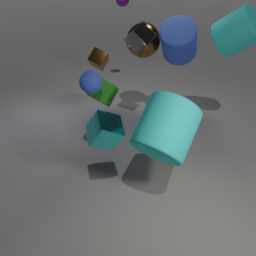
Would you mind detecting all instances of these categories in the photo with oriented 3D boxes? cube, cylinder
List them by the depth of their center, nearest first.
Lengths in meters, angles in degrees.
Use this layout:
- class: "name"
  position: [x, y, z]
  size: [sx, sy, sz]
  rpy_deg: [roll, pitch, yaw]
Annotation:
- class: "cylinder"
  position: [0.939, 0.027, 6.951]
  size: [1.400, 1.400, 1.400]
  rpy_deg: [18, 76, 29]
- class: "cube"
  position: [-0.584, 0.060, 7.147]
  size: [0.700, 0.700, 0.700]
  rpy_deg: [14, 45, -33]
- class: "cube"
  position: [-0.811, -1.191, 9.139]
  size: [0.700, 0.700, 0.700]
  rpy_deg: [30, 3, 10]
- class: "cube"
  position: [0.426, -3.284, 10.192]
  size: [0.700, 0.700, 0.700]
  rpy_deg: [-53, 16, -29]
- class: "cylinder"
  position: [4.031, -3.553, 10.302]
  size: [1.400, 1.400, 1.400]
  rpy_deg: [-22, 8, 45]
- class: "cylinder"
  position: [2.017, -3.430, 11.088]
  size: [1.400, 1.400, 1.400]
  rpy_deg: [-4, 70, 12]
- class: "cube"
  position: [-1.381, -3.235, 13.166]
  size: [0.700, 0.700, 0.700]
  rpy_deg: [28, -6, 8]

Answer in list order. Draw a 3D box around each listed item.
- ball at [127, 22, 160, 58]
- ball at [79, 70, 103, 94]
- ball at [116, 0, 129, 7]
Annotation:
- class: "ball"
  position: [0.629, -3.599, 11.519]
  size: [1.400, 1.400, 1.400]
  rpy_deg: [0, 30, 0]
- class: "ball"
  position: [-1.109, -1.375, 8.373]
  size: [0.700, 0.700, 0.700]
  rpy_deg: [0, 30, 0]
- class: "ball"
  position: [-0.274, -6.422, 13.967]
  size: [0.700, 0.700, 0.700]
  rpy_deg: [0, 30, 0]
